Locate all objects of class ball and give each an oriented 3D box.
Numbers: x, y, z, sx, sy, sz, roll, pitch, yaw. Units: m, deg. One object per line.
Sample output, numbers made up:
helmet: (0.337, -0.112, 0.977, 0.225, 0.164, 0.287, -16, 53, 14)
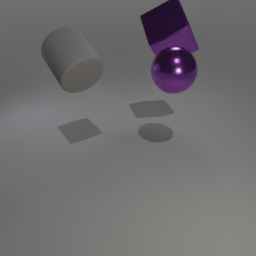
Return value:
ball: (1.388, -1.736, 8.457, 1.400, 1.400, 1.400, 0, 29, 0)

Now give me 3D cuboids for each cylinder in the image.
cylinder: (-1.656, -2.013, 8.346, 1.400, 1.400, 1.400, -20, 64, -32)

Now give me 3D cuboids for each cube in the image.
cube: (1.443, -3.291, 9.688, 1.400, 1.400, 1.400, -22, 63, 19)
